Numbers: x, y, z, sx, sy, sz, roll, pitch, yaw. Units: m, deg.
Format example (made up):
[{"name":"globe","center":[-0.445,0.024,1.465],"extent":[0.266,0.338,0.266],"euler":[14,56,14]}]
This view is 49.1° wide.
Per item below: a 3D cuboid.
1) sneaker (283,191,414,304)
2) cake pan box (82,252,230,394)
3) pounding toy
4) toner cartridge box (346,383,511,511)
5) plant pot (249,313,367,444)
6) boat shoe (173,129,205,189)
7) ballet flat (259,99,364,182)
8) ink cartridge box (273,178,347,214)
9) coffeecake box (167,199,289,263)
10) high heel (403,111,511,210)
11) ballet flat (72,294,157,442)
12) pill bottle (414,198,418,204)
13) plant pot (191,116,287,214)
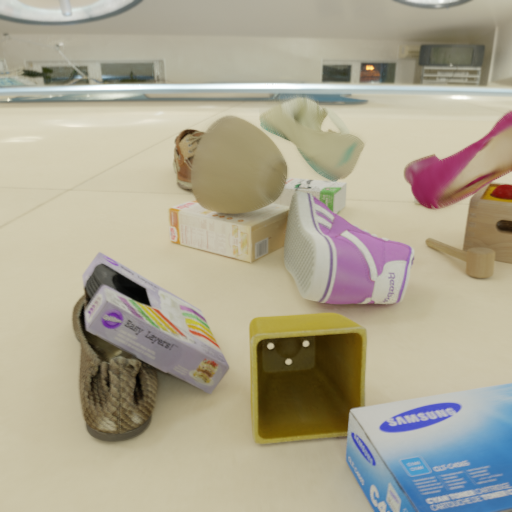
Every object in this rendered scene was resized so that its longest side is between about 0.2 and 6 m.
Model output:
[{"name":"sneaker","center":[1.311,-0.074,8.093],"extent":[1.654,1.051,2.901],"euler":[6,26,-9]},{"name":"cake pan box","center":[-1.093,0.640,5.741],"extent":[1.499,0.392,1.380],"euler":[34,4,-24]},{"name":"pounding toy","center":[3.795,-0.512,8.860],"extent":[2.073,1.080,2.360],"euler":[11,24,26]},{"name":"toner cartridge box","center":[2.098,1.543,4.262],"extent":[2.540,0.548,1.206],"euler":[-5,22,-14]},{"name":"plant pot","center":[0.386,0.992,5.197],"extent":[0.988,0.994,1.017],"euler":[-3,13,-7]},{"name":"boat shoe","center":[-1.424,-2.394,13.558],"extent":[1.266,1.201,3.345],"euler":[-8,22,-19]},{"name":"ballet flat","center":[0.883,-2.073,9.137],"extent":[0.920,0.920,2.648],"euler":[-9,35,-23]},{"name":"ink cartridge box","center":[1.088,-1.197,11.381],"extent":[1.289,0.544,0.942],"euler":[9,23,22]},{"name":"coffeecake box","center":[-0.412,-0.531,9.518],"extent":[1.737,0.635,1.333],"euler":[14,25,32]},{"name":"high heel","center":[3.670,-1.457,8.359],"extent":[2.807,0.945,1.346],"euler":[-15,27,4]},{"name":"ballet flat","center":[-1.514,0.842,5.926],"extent":[0.946,0.651,2.809],"euler":[-3,21,-14]},{"name":"pill bottle","center":[3.606,-1.209,11.734],"extent":[0.554,0.313,0.313],"euler":[8,23,19]},{"name":"plant pot","center":[-0.128,-1.281,8.596],"extent":[1.015,1.513,1.513],"euler":[22,29,28]}]
